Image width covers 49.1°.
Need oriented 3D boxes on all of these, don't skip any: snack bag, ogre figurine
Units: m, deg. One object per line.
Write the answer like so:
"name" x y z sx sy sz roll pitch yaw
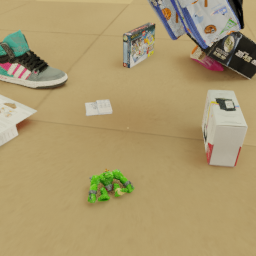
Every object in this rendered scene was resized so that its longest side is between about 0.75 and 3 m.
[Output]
"snack bag" -0.916 -0.633 8.571 0.802 0.086 0.756 -6 37 -8
"ogre figurine" -0.413 1.179 5.823 0.969 0.475 0.581 -23 58 -6

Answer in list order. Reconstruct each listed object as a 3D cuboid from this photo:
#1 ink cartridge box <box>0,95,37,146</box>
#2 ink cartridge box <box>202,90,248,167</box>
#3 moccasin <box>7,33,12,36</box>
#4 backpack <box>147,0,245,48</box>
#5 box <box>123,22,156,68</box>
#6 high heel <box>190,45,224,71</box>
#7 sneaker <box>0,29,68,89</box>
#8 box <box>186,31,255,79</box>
"ink cartridge box" -3.688 -0.233 7.770 1.816 0.395 1.576 22 41 27
"ink cartridge box" 2.273 -0.041 6.835 0.672 1.182 1.622 3 35 6
"moccasin" -4.576 -3.266 11.442 0.721 0.851 2.116 -31 51 -22
"backpack" 1.460 -2.942 6.092 1.920 2.374 2.492 -29 20 33
"box" 0.469 -3.357 11.268 0.354 1.284 1.880 21 41 27
"high heel" 3.177 -2.823 11.298 0.984 0.691 2.052 30 17 -15
"sneaker" -3.477 -2.435 9.634 2.852 1.722 1.192 10 37 14
"box" 3.605 -3.234 10.497 2.157 1.135 2.635 21 29 -23
